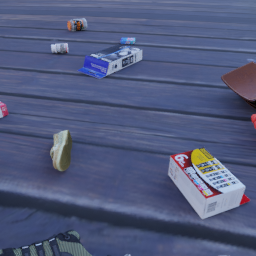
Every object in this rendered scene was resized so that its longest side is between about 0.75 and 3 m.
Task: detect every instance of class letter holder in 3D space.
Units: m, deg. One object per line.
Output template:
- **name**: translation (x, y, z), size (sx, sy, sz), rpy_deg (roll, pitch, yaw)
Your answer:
- **letter holder**: translation (4.053, -1.196, 9.167), size (1.336, 0.945, 1.880), rpy_deg (-23, 36, 1)

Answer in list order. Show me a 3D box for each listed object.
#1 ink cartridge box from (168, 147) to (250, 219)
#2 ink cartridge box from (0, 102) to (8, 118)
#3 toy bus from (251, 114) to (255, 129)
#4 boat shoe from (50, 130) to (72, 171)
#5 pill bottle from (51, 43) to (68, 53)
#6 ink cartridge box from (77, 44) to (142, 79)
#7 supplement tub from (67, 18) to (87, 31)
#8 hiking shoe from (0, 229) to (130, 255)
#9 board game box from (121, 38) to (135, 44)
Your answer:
- **ink cartridge box**: translation (1.753, 1.082, 6.044), size (1.240, 0.592, 1.413), rpy_deg (-12, 35, -19)
- **ink cartridge box**: translation (-4.278, -0.499, 8.628), size (0.655, 0.380, 0.888), rpy_deg (25, 39, 32)
- **toy bus**: translation (4.390, -0.042, 7.160), size (2.075, 1.467, 2.161), rpy_deg (-10, 35, 9)
- **boat shoe**: translation (-1.705, 0.555, 6.931), size (0.475, 0.551, 1.511), rpy_deg (-11, 33, 1)
- **pill bottle**: translation (-3.333, -3.893, 13.698), size (0.770, 0.438, 0.438), rpy_deg (-5, 34, -8)
- **ink cartridge box**: translation (-0.758, -2.987, 12.253), size (1.423, 0.561, 2.861), rpy_deg (24, 41, 30)
- **supplement tub**: translation (-3.119, -6.329, 17.174), size (1.088, 0.667, 0.667), rpy_deg (-17, 37, -22)
- **hiking shoe**: translation (-1.284, 2.165, 4.273), size (2.582, 0.978, 1.300), rpy_deg (14, 26, 5)
- **board game box**: translation (-0.004, -4.741, 15.220), size (0.762, 0.171, 0.580), rpy_deg (1, 34, 2)
